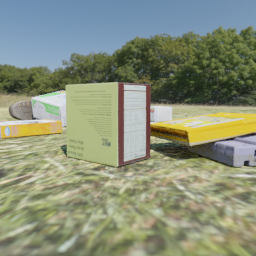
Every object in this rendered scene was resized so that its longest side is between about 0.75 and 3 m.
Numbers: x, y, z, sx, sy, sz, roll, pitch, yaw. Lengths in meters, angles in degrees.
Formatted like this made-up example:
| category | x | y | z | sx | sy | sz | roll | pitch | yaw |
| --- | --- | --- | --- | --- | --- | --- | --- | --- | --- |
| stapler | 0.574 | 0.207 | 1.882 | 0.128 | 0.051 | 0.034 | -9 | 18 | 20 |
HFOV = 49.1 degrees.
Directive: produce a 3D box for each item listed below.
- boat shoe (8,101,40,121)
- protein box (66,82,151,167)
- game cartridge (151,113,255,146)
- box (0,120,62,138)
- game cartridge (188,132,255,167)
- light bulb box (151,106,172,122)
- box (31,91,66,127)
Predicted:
| category | x | y | z | sx | sy | sz | roll | pitch | yaw |
| --- | --- | --- | --- | --- | --- | --- | --- | --- | --- |
| boat shoe | -4.561 | -0.641 | 13.166 | 1.028 | 1.044 | 2.804 | -11 | -6 | 22 |
| protein box | -0.352 | -0.107 | 4.898 | 1.279 | 1.288 | 0.869 | 5 | 7 | 40 |
| game cartridge | 1.582 | -0.054 | 5.526 | 1.903 | 0.309 | 1.678 | -12 | 8 | -19 |
| box | -3.205 | 0.005 | 8.480 | 2.068 | 0.429 | 1.231 | -8 | 9 | -39 |
| game cartridge | 2.589 | 0.310 | 5.275 | 2.509 | 0.482 | 1.626 | -2 | 10 | -15 |
| light bulb box | 1.445 | -0.743 | 14.473 | 1.199 | 0.748 | 1.189 | -5 | 8 | -36 |
| box | -2.788 | -0.849 | 11.865 | 1.933 | 0.935 | 1.706 | 17 | 27 | 37 |
